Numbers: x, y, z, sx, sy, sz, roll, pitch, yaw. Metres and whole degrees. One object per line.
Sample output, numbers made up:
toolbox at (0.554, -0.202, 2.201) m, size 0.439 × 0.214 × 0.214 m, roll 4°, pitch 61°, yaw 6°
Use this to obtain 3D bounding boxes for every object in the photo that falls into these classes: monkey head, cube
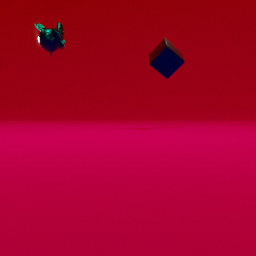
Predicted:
monkey head at (-2.935, -3.518, 10.766) m, size 0.954 × 1.139 × 1.584 m, roll -6°, pitch -29°, yaw 5°
cube at (1.149, -2.092, 8.450) m, size 0.751 × 0.751 × 0.751 m, roll 34°, pitch 30°, yaw -21°
